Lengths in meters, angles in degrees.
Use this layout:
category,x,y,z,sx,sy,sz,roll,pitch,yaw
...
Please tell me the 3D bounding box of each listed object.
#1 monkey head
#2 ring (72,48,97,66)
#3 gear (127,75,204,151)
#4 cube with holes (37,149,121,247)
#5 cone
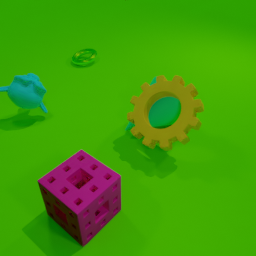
category,x,y,z,sx,sy,sz,roll,pitch,yaw
monkey head,-3.094,-1.142,8.605,1.622,0.978,1.167,26,19,-23
ring,-1.849,-3.029,11.909,1.140,0.228,1.140,-9,43,9
gear,0.932,-0.407,7.227,1.935,0.358,1.935,-9,70,24
cube with holes,-0.962,1.438,5.903,1.172,1.172,1.172,29,47,30
cone,0.584,-0.383,8.207,1.634,1.628,1.628,-34,48,-10
